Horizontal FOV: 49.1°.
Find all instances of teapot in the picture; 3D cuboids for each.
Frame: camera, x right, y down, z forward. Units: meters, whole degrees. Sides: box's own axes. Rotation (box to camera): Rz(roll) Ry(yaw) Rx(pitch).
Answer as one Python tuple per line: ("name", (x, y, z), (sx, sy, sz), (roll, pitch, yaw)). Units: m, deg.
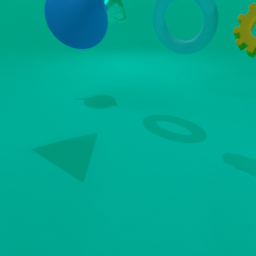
("teapot", (-0.732, -3.859, 9.037), (1.710, 1.063, 0.837), (36, 80, 19))

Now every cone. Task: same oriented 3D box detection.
("cone", (-0.874, -2.708, 6.109), (1.584, 1.584, 1.590), (-15, 7, -26))

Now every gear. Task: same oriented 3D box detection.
("gear", (2.924, -2.112, 5.856), (1.318, 1.318, 0.244), (25, -1, 39))

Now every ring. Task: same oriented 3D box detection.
("ring", (1.475, -2.862, 7.434), (1.849, 1.849, 0.370), (17, 39, 29))
